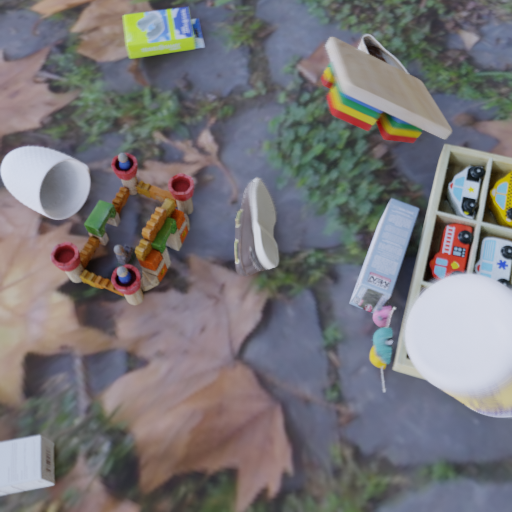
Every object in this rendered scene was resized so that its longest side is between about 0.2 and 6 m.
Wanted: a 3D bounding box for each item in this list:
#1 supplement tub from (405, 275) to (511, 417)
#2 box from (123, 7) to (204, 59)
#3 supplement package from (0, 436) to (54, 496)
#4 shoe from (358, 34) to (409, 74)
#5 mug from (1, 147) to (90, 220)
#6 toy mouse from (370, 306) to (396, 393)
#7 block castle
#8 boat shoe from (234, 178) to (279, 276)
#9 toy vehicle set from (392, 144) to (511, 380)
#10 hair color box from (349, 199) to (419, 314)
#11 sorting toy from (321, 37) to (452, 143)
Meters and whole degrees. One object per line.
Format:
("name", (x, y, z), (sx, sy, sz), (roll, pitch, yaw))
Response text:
("supplement tub", (2.815, 1.178, 6.853), (1.383, 1.903, 1.383), (-22, 53, 31))
("box", (-1.932, -4.671, 11.690), (1.566, 0.373, 0.955), (-10, 63, -4))
("supplement package", (-3.306, 2.851, 7.540), (1.007, 0.590, 0.588), (-9, 62, -5))
("shoe", (2.526, -3.445, 10.910), (0.753, 0.575, 2.155), (-19, 64, -10))
("mug", (-3.553, -1.379, 9.640), (1.263, 1.064, 1.441), (23, 33, 26))
("toy mouse", (1.832, 1.111, 8.167), (0.255, 1.173, 1.320), (5, 49, 8))
("block castle", (-2.059, -0.484, 9.049), (1.531, 1.075, 2.291), (21, 64, 10))
("boat shoe", (-0.055, -0.508, 9.210), (0.600, 0.724, 2.015), (-26, 43, 22))
("toy vehicle set", (3.744, 0.236, 8.702), (2.419, 0.516, 3.893), (14, 69, 10))
("hair color box", (2.041, 0.008, 8.920), (0.502, 0.819, 1.655), (22, 64, 7))
("sorting toy", (2.076, -2.683, 9.550), (1.966, 0.688, 1.978), (19, 37, -18))
